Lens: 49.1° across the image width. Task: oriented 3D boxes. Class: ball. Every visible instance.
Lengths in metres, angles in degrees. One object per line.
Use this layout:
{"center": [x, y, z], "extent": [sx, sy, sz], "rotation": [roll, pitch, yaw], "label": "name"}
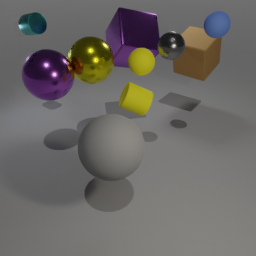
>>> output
{"center": [-0.349, 0.404, 5.888], "extent": [1.400, 1.400, 1.400], "rotation": [0, 29, 0], "label": "ball"}
{"center": [-1.108, -2.030, 8.447], "extent": [1.400, 1.400, 1.400], "rotation": [0, 29, 0], "label": "ball"}
{"center": [2.419, -2.805, 7.611], "extent": [0.700, 0.700, 0.700], "rotation": [0, 29, 0], "label": "ball"}
{"center": [-2.192, -1.454, 7.740], "extent": [1.400, 1.400, 1.400], "rotation": [0, 29, 0], "label": "ball"}
{"center": [1.093, -2.069, 7.080], "extent": [0.700, 0.700, 0.700], "rotation": [0, 29, 0], "label": "ball"}
{"center": [0.350, -1.728, 7.310], "extent": [0.700, 0.700, 0.700], "rotation": [0, 29, 0], "label": "ball"}

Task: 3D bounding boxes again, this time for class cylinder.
{"center": [0.203, -0.766, 7.441], "extent": [0.700, 0.700, 0.700], "rotation": [21, 25, -15], "label": "cylinder"}
{"center": [-3.239, -3.528, 9.530], "extent": [0.700, 0.700, 0.700], "rotation": [14, 31, 43], "label": "cylinder"}

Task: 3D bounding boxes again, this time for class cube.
{"center": [0.137, -2.983, 9.555], "extent": [1.400, 1.400, 1.400], "rotation": [1, -15, -23], "label": "cube"}
{"center": [2.718, -2.951, 11.072], "extent": [1.400, 1.400, 1.400], "rotation": [24, 56, 30], "label": "cube"}
